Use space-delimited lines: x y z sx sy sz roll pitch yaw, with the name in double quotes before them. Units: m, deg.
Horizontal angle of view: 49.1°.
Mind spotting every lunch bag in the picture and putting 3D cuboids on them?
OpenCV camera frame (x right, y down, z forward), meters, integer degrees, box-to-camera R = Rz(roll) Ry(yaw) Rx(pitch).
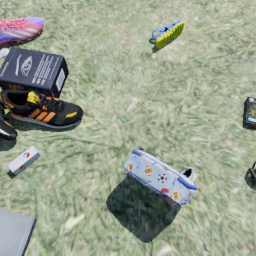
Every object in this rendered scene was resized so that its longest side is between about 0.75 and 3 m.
"lunch bag" 0.931 1.367 8.143 2.109 1.690 0.797 33 92 26

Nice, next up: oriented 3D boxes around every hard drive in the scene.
"hard drive" -4.104 3.807 7.956 2.055 0.484 2.945 12 65 4

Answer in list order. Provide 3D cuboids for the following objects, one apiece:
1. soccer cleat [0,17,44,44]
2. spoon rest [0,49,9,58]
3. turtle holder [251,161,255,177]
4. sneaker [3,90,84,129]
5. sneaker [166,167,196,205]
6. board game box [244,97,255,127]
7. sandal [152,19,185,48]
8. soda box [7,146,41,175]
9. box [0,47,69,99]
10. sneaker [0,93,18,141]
"soccer cleat" -4.843 -4.096 11.490 2.740 1.048 0.914 -19 66 -9
"spoon rest" -5.209 -3.008 11.455 0.791 0.240 0.393 -36 70 -30
"turtle holder" 4.430 1.277 9.075 0.666 0.713 0.938 26 68 12
"sneaker" -2.966 -0.725 9.743 2.764 1.243 0.966 7 64 4
"sneaker" 1.627 1.767 8.833 0.526 0.640 1.391 27 65 30
"board game box" 5.136 -0.450 10.174 1.689 0.238 1.143 13 65 6
"sandal" 1.657 -4.081 11.722 1.717 0.682 0.747 -35 65 -17
"soda box" -3.463 1.081 9.367 1.036 0.353 0.330 -40 70 -18
"box" -3.498 -1.950 10.413 2.110 1.101 1.562 12 65 6
"sneaker" -4.773 -0.694 9.874 2.801 0.980 1.260 31 71 16
